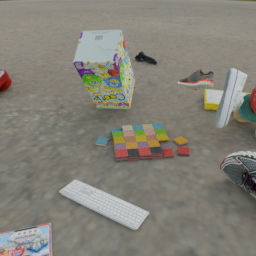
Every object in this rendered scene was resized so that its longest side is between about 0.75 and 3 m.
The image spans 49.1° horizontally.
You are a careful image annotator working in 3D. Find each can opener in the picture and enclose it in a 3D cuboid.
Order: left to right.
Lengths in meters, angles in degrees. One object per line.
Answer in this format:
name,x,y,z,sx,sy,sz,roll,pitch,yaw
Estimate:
can opener,1.077,-3.894,15.823,1.554,0.611,0.493,32,4,37

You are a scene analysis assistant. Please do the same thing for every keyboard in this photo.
keyboard,-0.603,1.757,6.645,2.196,0.117,0.618,17,35,26

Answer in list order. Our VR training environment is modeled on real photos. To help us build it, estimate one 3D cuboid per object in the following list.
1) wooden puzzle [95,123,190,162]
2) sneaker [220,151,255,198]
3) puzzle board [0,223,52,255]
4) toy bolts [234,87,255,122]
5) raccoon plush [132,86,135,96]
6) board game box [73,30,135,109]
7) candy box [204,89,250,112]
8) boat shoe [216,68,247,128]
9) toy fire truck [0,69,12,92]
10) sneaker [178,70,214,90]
wooden puzzle,0.433,0.399,8.807,2.907,0.204,1.724,-4,31,-6
sneaker,3.249,1.393,6.366,0.965,1.042,2.584,-27,41,-33
puzzle board,-2.292,2.458,5.463,1.563,0.136,1.178,-7,32,-13
toy bolts,5.016,-0.504,9.483,2.629,2.512,1.824,-7,-11,-11
raccoon plush,-0.135,-1.820,12.154,0.915,0.661,1.366,10,31,1
board game box,-0.700,-1.921,9.781,1.392,2.655,1.367,2,63,13
candy box,4.340,-1.026,11.033,2.594,0.343,1.326,7,31,10
boat shoe,3.303,-0.907,8.782,0.666,1.994,0.733,16,-6,4
toy fire truck,-6.411,-1.929,11.817,2.581,1.447,2.167,14,58,23
sneaker,2.121,-1.501,8.605,0.519,0.551,1.346,19,-5,-36
